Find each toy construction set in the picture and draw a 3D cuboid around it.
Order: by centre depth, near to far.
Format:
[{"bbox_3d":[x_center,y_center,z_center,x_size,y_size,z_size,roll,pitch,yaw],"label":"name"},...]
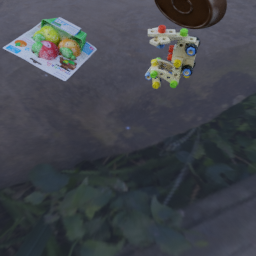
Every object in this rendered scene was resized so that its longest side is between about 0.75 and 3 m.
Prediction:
[{"bbox_3d":[0.938,-1.608,6.291,1.168,1.781,0.820,15,65,12],"label":"toy construction set"}]

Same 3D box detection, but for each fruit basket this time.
[{"bbox_3d":[-1.953,-2.175,7.428,1.770,0.896,1.911,29,40,1],"label":"fruit basket"}]

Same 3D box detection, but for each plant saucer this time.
[{"bbox_3d":[1.536,-3.468,7.640,2.292,2.292,0.368,25,78,25],"label":"plant saucer"}]
